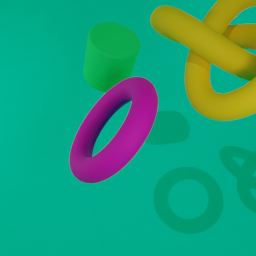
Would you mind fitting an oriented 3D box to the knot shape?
[{"bbox_3d":[1.338,-1.043,3.345,1.778,0.878,1.900,-24,57,-15],"label":"knot shape"}]

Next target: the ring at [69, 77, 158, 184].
[{"bbox_3d":[-0.234,-0.005,3.798,0.324,1.622,1.622,36,67,-26],"label":"ring"}]

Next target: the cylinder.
[{"bbox_3d":[-0.327,-1.307,5.265,0.939,0.939,0.939,7,55,-11],"label":"cylinder"}]
